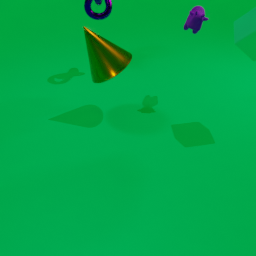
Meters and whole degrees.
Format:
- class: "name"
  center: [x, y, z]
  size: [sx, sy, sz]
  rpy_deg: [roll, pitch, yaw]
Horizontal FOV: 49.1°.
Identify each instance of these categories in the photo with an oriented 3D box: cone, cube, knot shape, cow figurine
- class: "cone"
  center: [-0.792, -2.140, 7.510]
  size: [1.337, 1.342, 1.337]
  rpy_deg: [-25, 34, 19]
- class: "cube"
  center: [3.049, -2.220, 6.535]
  size: [0.796, 0.796, 0.796]
  rpy_deg: [28, 56, -27]
- class: "knot shape"
  center: [-1.026, -4.623, 9.527]
  size: [0.727, 1.574, 1.473]
  rpy_deg: [21, 1, 21]
- class: "cow figurine"
  center: [1.933, -3.111, 7.884]
  size: [0.560, 1.004, 1.021]
  rpy_deg: [22, 72, -1]
